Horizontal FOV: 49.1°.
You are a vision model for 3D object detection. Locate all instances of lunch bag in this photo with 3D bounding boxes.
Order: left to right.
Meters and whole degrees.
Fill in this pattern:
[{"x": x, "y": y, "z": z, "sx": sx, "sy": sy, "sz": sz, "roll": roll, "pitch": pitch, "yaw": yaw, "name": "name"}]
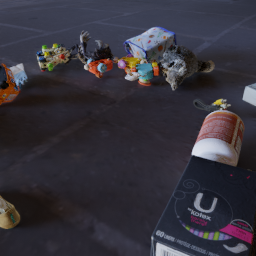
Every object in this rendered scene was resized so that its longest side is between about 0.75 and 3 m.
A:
[{"x": 0.971, "y": -3.721, "z": 12.678, "sx": 1.713, "sy": 1.248, "sz": 2.015, "roll": -32, "pitch": 47, "yaw": -14, "name": "lunch bag"}]

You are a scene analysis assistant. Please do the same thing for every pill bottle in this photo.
[{"x": 2.087, "y": 0.449, "z": 6.553, "sx": 1.010, "sy": 1.010, "sz": 1.800, "roll": 14, "pitch": 41, "yaw": 21, "name": "pill bottle"}]

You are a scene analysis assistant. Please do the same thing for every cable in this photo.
[{"x": 2.664, "y": -0.636, "z": 8.840, "sx": 0.346, "sy": 0.667, "sz": 1.374, "roll": -32, "pitch": 22, "yaw": -17, "name": "cable"}]

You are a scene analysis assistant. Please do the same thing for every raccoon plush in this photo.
[{"x": 2.489, "y": -2.317, "z": 10.859, "sx": 2.678, "sy": 1.296, "sz": 1.794, "roll": -6, "pitch": 41, "yaw": -10, "name": "raccoon plush"}]

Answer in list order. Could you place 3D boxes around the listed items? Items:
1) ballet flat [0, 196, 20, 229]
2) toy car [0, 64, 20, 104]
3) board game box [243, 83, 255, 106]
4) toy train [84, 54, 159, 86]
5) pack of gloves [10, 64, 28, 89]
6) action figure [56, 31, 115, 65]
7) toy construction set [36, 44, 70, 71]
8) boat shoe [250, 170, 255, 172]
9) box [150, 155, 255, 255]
[{"x": -2.698, "y": 1.450, "z": 5.550, "sx": 1.505, "sy": 0.474, "sz": 0.516, "roll": 18, "pitch": 37, "yaw": 27, "name": "ballet flat"}, {"x": -4.695, "y": -1.887, "z": 9.950, "sx": 2.973, "sy": 1.458, "sz": 0.989, "roll": 43, "pitch": 19, "yaw": 34, "name": "toy car"}, {"x": 5.074, "y": -1.161, "z": 9.558, "sx": 1.770, "sy": 0.569, "sz": 1.306, "roll": -19, "pitch": 38, "yaw": -25, "name": "board game box"}, {"x": -0.187, "y": -2.143, "z": 10.942, "sx": 2.229, "sy": 0.825, "sz": 2.968, "roll": -26, "pitch": 37, "yaw": -32, "name": "toy train"}, {"x": -4.659, "y": -1.711, "z": 10.747, "sx": 1.655, "sy": 0.389, "sz": 1.970, "roll": -25, "pitch": 39, "yaw": -11, "name": "pack of gloves"}, {"x": -1.648, "y": -3.346, "z": 12.073, "sx": 2.757, "sy": 1.407, "sz": 1.638, "roll": 6, "pitch": -6, "yaw": 20, "name": "action figure"}, {"x": -3.267, "y": -3.112, "z": 12.340, "sx": 1.416, "sy": 0.995, "sz": 2.159, "roll": -12, "pitch": 23, "yaw": -18, "name": "toy construction set"}, {"x": 2.892, "y": 1.443, "z": 5.253, "sx": 0.777, "sy": 0.790, "sz": 2.192, "roll": -9, "pitch": 31, "yaw": -7, "name": "boat shoe"}, {"x": 1.343, "y": 1.603, "z": 4.681, "sx": 1.316, "sy": 1.142, "sz": 2.154, "roll": 15, "pitch": 35, "yaw": 22, "name": "box"}]
